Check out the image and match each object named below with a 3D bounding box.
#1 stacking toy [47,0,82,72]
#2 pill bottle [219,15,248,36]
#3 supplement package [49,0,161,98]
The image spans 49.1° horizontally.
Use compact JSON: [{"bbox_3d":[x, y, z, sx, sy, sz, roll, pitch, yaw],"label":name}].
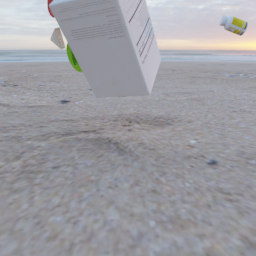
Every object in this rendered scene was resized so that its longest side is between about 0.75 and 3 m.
[{"bbox_3d":[-1.539,-3.384,9.447,1.121,2.404,2.655,-29,69,-33],"label":"stacking toy"},{"bbox_3d":[3.251,-3.184,8.639,0.779,0.437,0.437,21,16,-4],"label":"pill bottle"},{"bbox_3d":[-0.364,-2.309,7.069,1.660,2.738,1.640,0,48,23],"label":"supplement package"}]
